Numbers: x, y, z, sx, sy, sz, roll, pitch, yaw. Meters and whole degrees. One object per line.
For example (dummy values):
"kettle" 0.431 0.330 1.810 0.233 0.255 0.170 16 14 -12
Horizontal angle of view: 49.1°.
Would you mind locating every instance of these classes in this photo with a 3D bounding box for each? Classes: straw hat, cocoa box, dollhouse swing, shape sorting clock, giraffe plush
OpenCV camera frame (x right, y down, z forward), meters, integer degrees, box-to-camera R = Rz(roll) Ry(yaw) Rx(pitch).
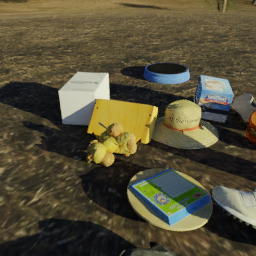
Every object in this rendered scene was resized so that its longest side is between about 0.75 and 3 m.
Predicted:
"straw hat" 1.773 -0.341 9.092 2.424 1.026 2.424 0 27 0
"cocoa box" 3.089 -1.127 10.326 1.125 1.107 1.686 12 29 6
"dollhouse swing" -0.032 -0.096 9.354 1.903 1.673 1.729 9 71 16
"shape sorting clock" 0.922 1.535 6.255 1.907 0.374 1.907 5 25 -2
"giraffe plush" -0.578 0.534 7.604 1.354 1.169 1.098 25 57 22

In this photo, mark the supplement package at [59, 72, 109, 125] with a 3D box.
"supplement package" -1.513 -1.133 10.284 1.279 1.284 2.188 4 28 7

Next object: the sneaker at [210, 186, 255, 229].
"sneaker" 2.965 1.448 5.217 2.679 1.253 0.943 21 -6 29

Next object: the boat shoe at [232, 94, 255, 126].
"boat shoe" 4.317 -0.532 9.995 0.804 0.685 2.404 -29 16 22

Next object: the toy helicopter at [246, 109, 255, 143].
"toy helicopter" 4.881 0.121 7.945 1.785 1.065 2.699 -42 60 -7

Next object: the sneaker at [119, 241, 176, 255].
"sneaker" -0.027 2.422 4.352 2.068 0.687 0.935 -16 29 -33

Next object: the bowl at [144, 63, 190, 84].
"bowl" 1.981 -2.864 14.386 2.357 0.463 2.357 0 28 0
